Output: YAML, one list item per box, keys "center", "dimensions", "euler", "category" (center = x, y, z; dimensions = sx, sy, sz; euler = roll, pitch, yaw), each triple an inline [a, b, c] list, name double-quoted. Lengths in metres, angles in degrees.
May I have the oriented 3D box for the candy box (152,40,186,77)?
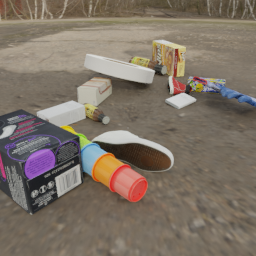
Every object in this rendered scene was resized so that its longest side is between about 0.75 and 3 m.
- center: [1.990, -3.539, 14.077]
  dimensions: [0.663, 1.385, 2.399]
  euler: [-9, 27, -19]
  category: "candy box"

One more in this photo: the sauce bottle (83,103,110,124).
- center: [-1.033, -0.449, 8.831]
  dimensions: [0.410, 0.410, 1.268]
  euler: [-18, 29, -33]
  category: "sauce bottle"

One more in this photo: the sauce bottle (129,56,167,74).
- center: [0.985, -3.106, 14.001]
  dimensions: [2.136, 0.691, 0.691]
  euler: [22, 33, 39]
  category: "sauce bottle"

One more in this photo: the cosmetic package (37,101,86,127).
- center: [-2.031, -0.391, 8.647]
  dimensions: [0.676, 0.492, 1.330]
  euler: [23, 36, 39]
  category: "cosmetic package"

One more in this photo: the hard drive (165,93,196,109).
- center: [1.909, -0.988, 10.126]
  dimensions: [0.962, 0.128, 0.635]
  euler: [-23, 43, -35]
  category: "hard drive"

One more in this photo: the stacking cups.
- center: [-0.694, 0.682, 6.039]
  dimensions: [2.603, 0.787, 0.787]
  euler: [23, 34, 39]
  category: "stacking cups"

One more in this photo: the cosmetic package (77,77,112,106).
- center: [-1.217, -1.394, 10.497]
  dimensions: [0.778, 0.656, 1.504]
  euler: [7, 27, 15]
  category: "cosmetic package"

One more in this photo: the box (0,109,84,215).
- center: [-2.148, 0.562, 5.865]
  dimensions: [2.202, 1.168, 1.346]
  euler: [21, 33, 37]
  category: "box"

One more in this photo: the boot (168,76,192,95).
- center: [2.117, -1.731, 11.457]
  dimensions: [0.935, 0.469, 1.296]
  euler: [1, 34, 0]
  category: "boot"

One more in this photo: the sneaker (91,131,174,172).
- center: [0.179, 0.401, 6.664]
  dimensions: [2.091, 0.761, 0.885]
  euler: [13, 31, 27]
  category: "sneaker"

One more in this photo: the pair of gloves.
- center: [3.428, -1.159, 9.422]
  dimensions: [2.152, 0.305, 2.677]
  euler: [8, 19, -41]
  category: "pair of gloves"

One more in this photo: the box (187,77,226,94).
- center: [3.169, -1.738, 11.368]
  dimensions: [1.465, 0.513, 0.471]
  euler: [9, 27, 18]
  category: "box"

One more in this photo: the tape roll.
- center: [-0.346, -2.468, 11.620]
  dimensions: [2.952, 0.539, 2.952]
  euler: [13, 14, -3]
  category: "tape roll"
